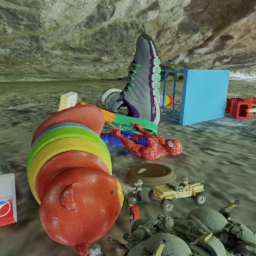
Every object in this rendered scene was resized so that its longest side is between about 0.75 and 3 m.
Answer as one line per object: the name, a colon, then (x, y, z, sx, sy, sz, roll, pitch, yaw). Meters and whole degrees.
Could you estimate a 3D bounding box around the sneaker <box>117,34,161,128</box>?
sneaker: (0.248, -1.268, 8.021, 1.193, 2.725, 1.014, -8, 10, -16)

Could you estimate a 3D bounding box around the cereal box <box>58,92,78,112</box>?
cereal box: (-1.970, -0.628, 9.134, 0.274, 0.996, 1.384, 13, 13, -2)

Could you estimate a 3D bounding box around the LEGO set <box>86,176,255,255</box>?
LEGO set: (0.430, 0.862, 2.512, 1.716, 0.749, 2.642, -3, 12, -14)

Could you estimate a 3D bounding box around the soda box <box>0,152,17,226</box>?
soda box: (-2.048, 0.660, 3.792, 0.688, 0.623, 1.966, -6, 12, -31)

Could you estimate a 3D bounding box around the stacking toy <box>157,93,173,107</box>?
stacking toy: (1.660, -1.322, 13.576, 0.781, 0.781, 1.829, 10, 8, 39)

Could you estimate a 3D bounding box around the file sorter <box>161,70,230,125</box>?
file sorter: (2.233, -1.240, 10.057, 2.511, 1.742, 1.540, -10, 19, -41)

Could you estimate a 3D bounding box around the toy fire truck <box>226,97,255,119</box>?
toy fire truck: (4.876, -0.833, 11.104, 2.502, 0.610, 1.764, -2, 13, -17)

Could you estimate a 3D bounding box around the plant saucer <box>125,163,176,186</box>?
plant saucer: (0.374, 0.749, 4.640, 0.838, 0.123, 0.838, 0, 12, 0)

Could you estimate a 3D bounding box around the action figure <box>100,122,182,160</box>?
action figure: (0.013, 0.215, 6.113, 2.612, 0.675, 0.854, 13, 15, 39)

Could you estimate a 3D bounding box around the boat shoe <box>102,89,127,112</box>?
boat shoe: (0.114, -1.189, 12.680, 2.954, 1.076, 0.913, -8, 47, -50)

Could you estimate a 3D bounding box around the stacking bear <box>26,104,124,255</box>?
stacking bear: (-0.638, 0.565, 3.386, 1.143, 1.221, 2.010, -8, 20, -14)

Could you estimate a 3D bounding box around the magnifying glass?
magnifying glass: (-0.220, -0.149, 6.543, 0.944, 0.266, 2.372, -7, -20, 43)
